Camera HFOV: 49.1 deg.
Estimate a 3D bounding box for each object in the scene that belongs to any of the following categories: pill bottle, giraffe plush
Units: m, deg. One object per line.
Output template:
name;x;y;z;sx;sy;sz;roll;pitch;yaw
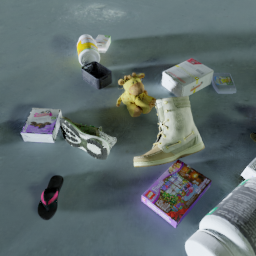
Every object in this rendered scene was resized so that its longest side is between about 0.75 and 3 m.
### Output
pill bottle;-2.176;-4.225;15.148;1.099;1.099;1.979;-8;46;-8
pill bottle;3.126;2.825;7.865;2.968;1.678;1.678;-30;53;-27
giraffe plush;0.316;-1.619;12.326;1.839;1.491;1.587;28;52;25

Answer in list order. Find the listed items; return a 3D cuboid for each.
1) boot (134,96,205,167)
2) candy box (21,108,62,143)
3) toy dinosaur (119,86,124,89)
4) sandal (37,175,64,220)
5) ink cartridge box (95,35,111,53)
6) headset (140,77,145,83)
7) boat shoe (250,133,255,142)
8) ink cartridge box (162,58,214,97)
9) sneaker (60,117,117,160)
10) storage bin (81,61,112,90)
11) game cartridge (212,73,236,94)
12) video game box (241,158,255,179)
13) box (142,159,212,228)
boot;1.271;0.093;10.098;2.905;1.047;2.246;-16;91;-24
candy box;-3.513;-0.133;11.551;1.257;0.536;1.499;2;46;2
toy dinosaur;-0.062;-2.127;13.696;0.415;0.224;0.943;2;37;36
sandal;-2.601;2.232;9.353;0.644;0.386;1.714;3;46;3
ink cartridge box;-1.515;-4.896;16.264;0.769;0.442;1.312;8;46;8
headset;0.498;-2.407;13.641;0.571;0.435;0.925;13;8;-28
boat shoe;5.351;0.447;11.170;0.919;0.328;0.302;31;43;27
ink cartridge box;2.848;-2.412;13.556;2.026;0.845;1.471;-28;52;-25
sneaker;-1.566;0.261;11.057;2.648;1.018;1.173;31;39;21
storage bin;-1.550;-2.624;13.908;0.954;0.661;1.411;-34;56;-29
game cartridge;4.670;-2.234;13.806;0.983;0.298;1.474;-2;45;3
video game box;5.859;1.584;9.554;2.975;0.696;2.710;-33;61;-28
box;1.653;2.120;9.438;1.421;0.406;2.076;32;54;29
